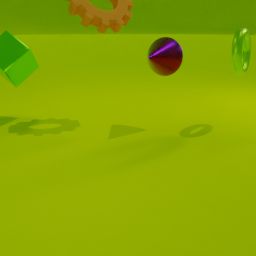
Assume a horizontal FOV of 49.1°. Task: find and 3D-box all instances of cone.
[{"bbox_3d":[0.760,-1.843,7.297,1.048,1.048,1.052,11,19,27],"label":"cone"}]

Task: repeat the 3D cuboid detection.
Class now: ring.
[{"bbox_3d":[3.025,-2.009,7.466,0.255,1.276,1.276,7,21,34],"label":"ring"}]

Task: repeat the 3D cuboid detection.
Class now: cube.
[{"bbox_3d":[-3.400,-1.994,8.180,0.981,0.981,0.981,39,75,10],"label":"cube"}]

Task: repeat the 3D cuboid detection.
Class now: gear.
[{"bbox_3d":[-0.763,-3.399,7.449,1.845,1.845,0.341,-13,-14,-31],"label":"gear"}]
